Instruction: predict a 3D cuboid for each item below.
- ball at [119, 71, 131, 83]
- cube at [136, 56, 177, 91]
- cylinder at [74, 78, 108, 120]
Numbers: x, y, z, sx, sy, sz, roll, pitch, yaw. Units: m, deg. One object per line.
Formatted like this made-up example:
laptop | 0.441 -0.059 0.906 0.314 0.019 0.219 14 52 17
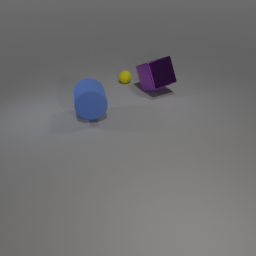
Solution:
ball | -0.161 -2.920 16.023 0.700 0.700 0.700 0 32 0
cube | 1.461 -2.824 14.668 1.400 1.400 1.400 -22 13 -21
cylinder | -1.668 -1.292 12.347 1.400 1.400 1.400 -6 33 -9
